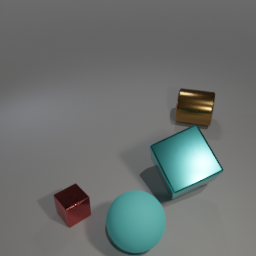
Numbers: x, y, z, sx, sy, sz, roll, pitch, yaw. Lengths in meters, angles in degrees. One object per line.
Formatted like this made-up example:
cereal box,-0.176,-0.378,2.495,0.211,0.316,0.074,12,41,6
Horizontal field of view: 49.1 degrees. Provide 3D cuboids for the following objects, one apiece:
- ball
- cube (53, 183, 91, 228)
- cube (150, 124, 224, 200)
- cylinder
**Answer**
ball,0.187,2.189,6.613,1.400,1.400,1.400,0,32,0
cube,-1.478,2.059,7.490,0.700,0.700,0.700,-24,40,-33
cube,1.533,0.981,7.708,1.400,1.400,1.400,-25,69,-2
cylinder,2.728,-0.847,11.405,1.400,1.400,1.400,9,33,14
